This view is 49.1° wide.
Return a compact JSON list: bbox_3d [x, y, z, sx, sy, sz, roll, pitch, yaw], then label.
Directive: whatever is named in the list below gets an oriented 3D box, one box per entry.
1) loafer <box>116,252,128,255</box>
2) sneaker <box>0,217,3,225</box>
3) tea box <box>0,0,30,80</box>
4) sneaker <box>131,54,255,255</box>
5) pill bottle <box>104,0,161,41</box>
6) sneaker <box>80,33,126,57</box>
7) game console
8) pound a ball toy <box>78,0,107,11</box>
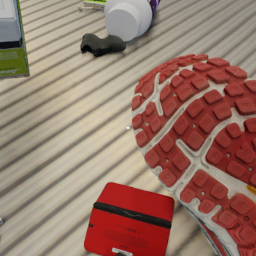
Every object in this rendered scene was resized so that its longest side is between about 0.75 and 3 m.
[{"bbox_3d":[0.888,2.617,4.295,2.771,1.011,0.988,26,50,8],"label":"loafer"},{"bbox_3d":[-2.684,2.122,4.956,0.602,0.515,1.382,5,50,-2],"label":"sneaker"},{"bbox_3d":[-2.645,-2.211,4.659,1.531,2.254,2.291,-8,83,-16],"label":"tea box"},{"bbox_3d":[0.861,0.553,2.299,1.044,1.102,2.682,-27,70,-1],"label":"sneaker"},{"bbox_3d":[0.184,-4.216,9.601,1.605,1.605,2.855,12,51,10],"label":"pill bottle"},{"bbox_3d":[-0.819,-2.578,8.980,1.530,0.581,0.694,8,59,16],"label":"sneaker"},{"bbox_3d":[0.071,1.830,5.423,1.485,0.882,1.280,12,82,11],"label":"game console"},{"bbox_3d":[-1.337,-4.785,10.926,1.079,0.459,0.704,11,76,9],"label":"pound a ball toy"}]
